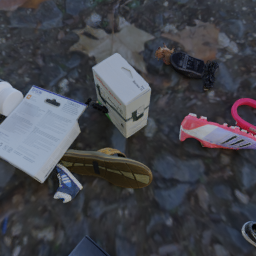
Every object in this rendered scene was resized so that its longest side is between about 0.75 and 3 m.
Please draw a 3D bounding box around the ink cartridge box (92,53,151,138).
[{"bbox_3d":[-0.205,-0.974,9.125,0.983,2.367,1.735,-35,69,-16],"label":"ink cartridge box"}]

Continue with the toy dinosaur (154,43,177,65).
[{"bbox_3d":[1.480,-2.793,10.978,0.830,1.224,0.525,-50,31,-14],"label":"toy dinosaur"}]

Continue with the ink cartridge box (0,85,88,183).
[{"bbox_3d":[-2.973,0.059,9.227,2.741,0.558,2.747,22,67,30],"label":"ink cartridge box"}]

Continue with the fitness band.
[{"bbox_3d":[4.520,-0.397,10.023,1.665,0.312,1.196,31,65,13],"label":"fitness band"}]

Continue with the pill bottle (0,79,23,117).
[{"bbox_3d":[-4.872,-1.264,9.937,2.049,1.167,1.167,25,67,12],"label":"pill bottle"}]

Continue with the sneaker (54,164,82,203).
[{"bbox_3d":[-2.106,1.782,8.829,1.171,0.472,0.857,42,67,13],"label":"sneaker"}]

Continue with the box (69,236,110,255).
[{"bbox_3d":[-1.204,4.310,7.548,1.667,0.539,2.113,36,69,17],"label":"box"}]

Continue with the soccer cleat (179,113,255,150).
[{"bbox_3d":[3.084,0.323,9.456,2.709,0.904,1.036,18,99,1],"label":"soccer cleat"}]

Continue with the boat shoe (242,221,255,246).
[{"bbox_3d":[4.341,3.363,7.913,2.135,0.724,0.766,34,69,16],"label":"boat shoe"}]

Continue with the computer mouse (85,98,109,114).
[{"bbox_3d":[-0.971,-0.767,9.139,0.836,0.587,0.192,22,68,-9],"label":"computer mouse"}]

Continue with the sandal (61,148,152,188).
[{"bbox_3d":[-0.663,1.097,8.940,2.996,1.203,0.809,11,43,10],"label":"sandal"}]

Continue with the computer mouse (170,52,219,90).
[{"bbox_3d":[2.462,-2.267,10.863,1.932,0.509,1.338,22,65,-2],"label":"computer mouse"}]
